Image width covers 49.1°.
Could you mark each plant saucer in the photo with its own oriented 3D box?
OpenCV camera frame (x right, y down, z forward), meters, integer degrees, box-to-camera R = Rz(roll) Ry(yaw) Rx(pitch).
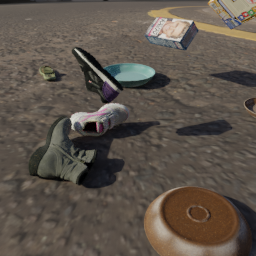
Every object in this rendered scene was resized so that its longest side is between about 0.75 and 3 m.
[{"bbox_3d":[5.035,-0.612,9.884,1.820,0.292,1.820,-1,30,0],"label":"plant saucer"},{"bbox_3d":[-0.010,-2.391,12.827,2.492,0.448,2.492,0,29,0],"label":"plant saucer"},{"bbox_3d":[1.383,1.812,5.570,2.113,0.387,2.113,1,30,0],"label":"plant saucer"}]

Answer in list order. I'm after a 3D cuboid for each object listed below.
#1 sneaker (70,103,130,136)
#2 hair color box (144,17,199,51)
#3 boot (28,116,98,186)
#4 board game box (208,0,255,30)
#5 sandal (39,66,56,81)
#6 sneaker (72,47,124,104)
[{"bbox_3d":[-0.802,-0.162,8.710,1.914,0.779,0.844,-18,35,-14],"label":"sneaker"},{"bbox_3d":[1.751,-3.939,11.580,2.054,0.622,1.027,29,85,43],"label":"hair color box"},{"bbox_3d":[-1.491,0.599,7.478,1.494,0.774,2.286,9,38,5],"label":"boot"},{"bbox_3d":[2.845,-3.183,7.138,0.309,1.010,1.333,-55,18,-15],"label":"board game box"},{"bbox_3d":[-3.788,-2.690,13.313,0.661,0.475,1.666,-14,33,-22],"label":"sandal"},{"bbox_3d":[-0.998,-1.391,7.622,1.746,0.765,0.661,45,18,-5],"label":"sneaker"}]
